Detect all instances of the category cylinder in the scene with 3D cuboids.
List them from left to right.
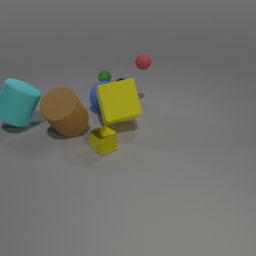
[{"bbox_3d":[-4.297,-0.982,10.909,1.400,1.400,1.400,27,14,-7],"label":"cylinder"},{"bbox_3d":[-2.326,-0.575,10.409,1.400,1.400,1.400,-6,62,11],"label":"cylinder"}]

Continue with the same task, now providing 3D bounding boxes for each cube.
[{"bbox_3d":[-0.866,0.439,9.829,0.700,0.700,0.700,-22,35,-34],"label":"cube"},{"bbox_3d":[-0.383,-0.975,10.978,1.400,1.400,1.400,-14,-3,-9],"label":"cube"}]

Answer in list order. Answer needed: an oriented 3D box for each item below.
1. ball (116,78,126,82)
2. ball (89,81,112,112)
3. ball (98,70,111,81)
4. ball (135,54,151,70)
[{"bbox_3d":[-0.333,-2.258,14.658,0.700,0.700,0.700,0,29,0],"label":"ball"},{"bbox_3d":[-1.014,-1.375,12.437,1.400,1.400,1.400,0,29,0],"label":"ball"},{"bbox_3d":[-1.273,-2.811,15.357,0.700,0.700,0.700,0,29,0],"label":"ball"},{"bbox_3d":[0.674,-2.939,12.423,0.700,0.700,0.700,0,29,0],"label":"ball"}]
